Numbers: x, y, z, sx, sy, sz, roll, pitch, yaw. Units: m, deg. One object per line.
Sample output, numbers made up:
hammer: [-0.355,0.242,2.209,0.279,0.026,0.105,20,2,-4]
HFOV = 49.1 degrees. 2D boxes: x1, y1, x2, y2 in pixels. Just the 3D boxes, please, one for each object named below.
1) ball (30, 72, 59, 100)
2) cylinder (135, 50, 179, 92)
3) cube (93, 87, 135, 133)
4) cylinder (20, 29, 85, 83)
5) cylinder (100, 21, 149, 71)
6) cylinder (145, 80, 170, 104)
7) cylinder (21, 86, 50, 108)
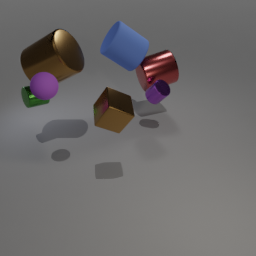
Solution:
ball: [-2.120,-1.061,7.101,0.700,0.700,0.700,0,30,0]
cylinder: [1.177,-2.355,11.596,1.400,1.400,1.400,-20,34,-8]
cube: [-0.352,-0.414,6.662,0.700,0.700,0.700,18,43,-29]
cylinder: [-2.314,-2.111,8.675,1.400,1.400,1.400,-20,22,26]
cylinder: [-0.141,-3.159,10.892,1.400,1.400,1.400,27,20,-25]
cylinder: [1.114,-1.346,10.509,0.700,0.700,0.700,13,62,-25]
cylinder: [-3.045,-1.070,9.229,0.700,0.700,0.700,-19,35,-36]
